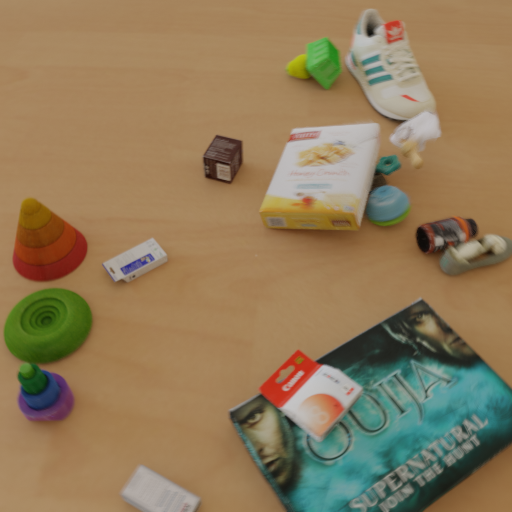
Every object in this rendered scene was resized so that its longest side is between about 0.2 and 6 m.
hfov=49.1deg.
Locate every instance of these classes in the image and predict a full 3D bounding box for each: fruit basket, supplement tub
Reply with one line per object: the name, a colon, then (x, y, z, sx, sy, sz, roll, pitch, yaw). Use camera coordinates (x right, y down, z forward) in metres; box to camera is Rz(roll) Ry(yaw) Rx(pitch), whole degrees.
fruit basket: (1.494, -4.933, 14.607, 1.361, 0.982, 1.361, -32, 39, 31)
supplement tub: (3.732, -0.433, 10.922, 1.112, 0.595, 0.595, -13, 52, -11)

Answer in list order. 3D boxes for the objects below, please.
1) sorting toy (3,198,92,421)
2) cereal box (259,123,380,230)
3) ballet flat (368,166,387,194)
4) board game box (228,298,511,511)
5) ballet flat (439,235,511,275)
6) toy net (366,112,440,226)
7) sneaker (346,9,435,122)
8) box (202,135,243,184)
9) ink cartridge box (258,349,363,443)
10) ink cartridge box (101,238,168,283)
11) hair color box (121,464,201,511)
sorting toy: (-3.716, 0.592, 9.543, 1.502, 1.492, 4.333, -10, 51, -8)
cereal box: (1.392, -1.700, 11.693, 1.984, 0.545, 2.758, 2, 50, 23)
ballet flat: (2.300, -2.030, 12.353, 0.616, 0.424, 1.827, -21, 54, -13)
board game box: (1.915, 2.513, 8.561, 3.931, 0.553, 2.659, -26, 56, -20)
ballet flat: (4.310, -0.101, 10.706, 1.704, 0.543, 0.574, -19, 53, -15)
toy net: (2.924, -1.946, 12.005, 1.557, 0.573, 2.967, 15, 58, 38)
sneaker: (3.305, -4.771, 13.816, 1.229, 1.632, 3.492, -14, 52, -12)
box: (-0.721, -2.116, 12.280, 0.645, 0.652, 0.786, 15, 52, 12)
ink cartridge box: (0.810, 2.009, 8.430, 1.249, 0.313, 1.013, 36, 59, 24)
ink cartridge box: (-2.320, 0.128, 10.732, 1.131, 0.222, 0.563, -28, 56, -23)
hair color box: (-1.345, 3.455, 7.950, 1.010, 0.306, 0.500, 22, 54, 18)
